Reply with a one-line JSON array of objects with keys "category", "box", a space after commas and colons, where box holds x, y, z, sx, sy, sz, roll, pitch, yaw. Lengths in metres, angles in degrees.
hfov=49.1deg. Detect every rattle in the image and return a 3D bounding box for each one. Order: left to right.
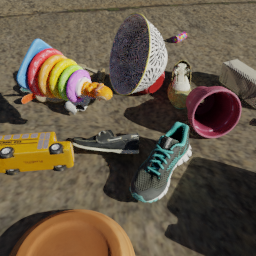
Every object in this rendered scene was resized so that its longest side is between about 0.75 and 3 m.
[{"category": "rattle", "box": [-3.086, -1.579, 11.087, 1.985, 1.293, 1.418, -26, 25, 12]}]

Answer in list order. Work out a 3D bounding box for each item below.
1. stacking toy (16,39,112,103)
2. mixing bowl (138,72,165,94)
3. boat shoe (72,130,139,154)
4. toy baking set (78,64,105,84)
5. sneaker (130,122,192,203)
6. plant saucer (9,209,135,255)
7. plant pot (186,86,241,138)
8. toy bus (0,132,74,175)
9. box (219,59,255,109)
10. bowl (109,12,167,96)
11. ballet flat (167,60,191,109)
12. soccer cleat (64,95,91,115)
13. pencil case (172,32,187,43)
[{"category": "stacking toy", "box": [-1.614, -1.308, 8.020, 2.748, 1.595, 1.508, 23, 89, 22]}, {"category": "mixing bowl", "box": [0.825, -1.956, 10.925, 1.658, 1.658, 0.898, -31, 64, -31]}, {"category": "boat shoe", "box": [-0.677, 0.384, 8.543, 2.063, 0.698, 0.741, 4, 2, 1]}, {"category": "toy baking set", "box": [-1.873, -2.318, 12.222, 1.815, 0.275, 2.365, 5, 40, 6]}, {"category": "sneaker", "box": [0.934, 0.804, 7.766, 1.079, 1.268, 2.781, 21, 45, 24]}, {"category": "plant saucer", "box": [-1.222, 2.877, 5.897, 2.823, 0.528, 2.823, -1, 40, 0]}, {"category": "plant pot", "box": [2.689, -0.694, 9.430, 1.657, 1.657, 1.483, -5, 24, -6]}, {"category": "toy bus", "box": [-2.897, 0.715, 8.225, 2.542, 0.827, 0.995, -4, 39, -4]}, {"category": "box", "box": [4.692, -1.771, 11.073, 0.797, 0.958, 2.332, -16, 42, -18]}, {"category": "bowl", "box": [0.481, -2.323, 9.329, 1.238, 2.638, 2.638, 3, 35, -30]}, {"category": "ballet flat", "box": [2.118, -1.888, 11.228, 0.985, 0.985, 2.786, 7, 41, 8]}, {"category": "soccer cleat", "box": [-1.688, -0.988, 10.558, 0.681, 0.551, 1.577, 43, 48, 9]}, {"category": "pencil case", "box": [2.809, -4.934, 15.227, 0.424, 0.424, 0.960, 32, 47, 32]}]
